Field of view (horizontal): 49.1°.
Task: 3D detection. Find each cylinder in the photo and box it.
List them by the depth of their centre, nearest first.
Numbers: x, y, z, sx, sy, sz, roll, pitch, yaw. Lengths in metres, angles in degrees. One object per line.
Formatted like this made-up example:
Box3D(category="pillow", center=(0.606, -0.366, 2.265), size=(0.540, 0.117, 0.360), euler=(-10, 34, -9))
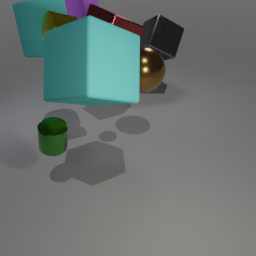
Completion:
Box3D(category="cylinder", center=(-1.621, -2.383, 6.733), size=(0.700, 0.700, 0.700), euler=(-2, 26, -36))
Box3D(category="cylinder", center=(-1.828, 0.209, 6.832), size=(0.700, 0.700, 0.700), euler=(7, 42, -6))
Box3D(category="cylinder", center=(-2.351, -2.788, 7.839), size=(1.400, 1.400, 1.400), euler=(-6, 22, 2))
Box3D(category="cylinder", center=(-2.095, -4.942, 11.358), size=(1.400, 1.400, 1.400), euler=(9, 28, 15))

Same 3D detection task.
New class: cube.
Box3D(category="cube", center=(-0.724, -1.212, 5.659), size=(1.400, 1.400, 1.400), euler=(1, 0, 41))
Box3D(category="cube", center=(-0.600, -3.095, 9.399), size=(1.400, 1.400, 1.400), euler=(1, 30, -47))
Box3D(category="cube", center=(1.375, -3.921, 12.409), size=(1.400, 1.400, 1.400), euler=(19, -2, -25))

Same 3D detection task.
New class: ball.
Box3D(category="ball", center=(0.465, -1.812, 8.704), size=(1.400, 1.400, 1.400), euler=(0, 30, 0))
